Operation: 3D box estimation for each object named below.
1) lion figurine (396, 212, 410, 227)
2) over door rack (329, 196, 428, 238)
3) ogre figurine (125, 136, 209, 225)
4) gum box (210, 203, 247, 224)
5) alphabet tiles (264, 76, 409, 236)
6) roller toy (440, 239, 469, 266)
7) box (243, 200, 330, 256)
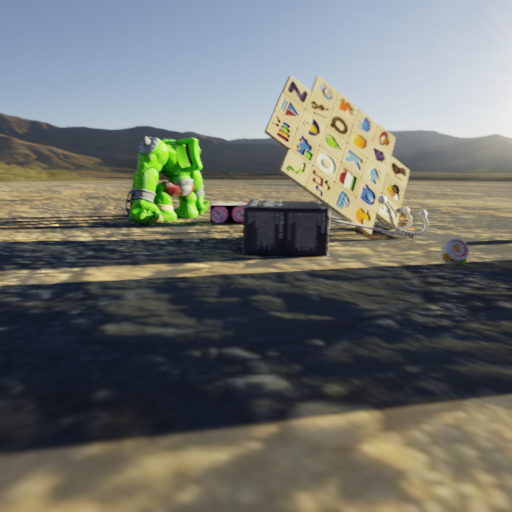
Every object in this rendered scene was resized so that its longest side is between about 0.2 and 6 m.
[{"bbox_3d":[3.383,-0.778,12.949,0.606,0.358,0.989,2,18,0],"label":"lion figurine"},{"bbox_3d":[2.013,-0.900,11.933,2.690,0.896,1.987,-1,9,-6],"label":"over door rack"},{"bbox_3d":[-2.237,-2.034,14.881,1.758,2.148,3.583,9,12,40],"label":"ogre figurine"},{"bbox_3d":[-0.409,-1.078,14.136,1.454,0.481,0.825,0,8,1],"label":"gum box"},{"bbox_3d":[1.805,-2.147,11.714,3.507,2.918,0.111,33,-35,-19],"label":"alphabet tiles"},{"bbox_3d":[2.933,-0.062,8.281,0.393,0.358,0.275,6,-24,-4],"label":"roller toy"},{"bbox_3d":[0.526,-0.516,9.773,1.416,0.810,1.556,1,10,4],"label":"box"}]
